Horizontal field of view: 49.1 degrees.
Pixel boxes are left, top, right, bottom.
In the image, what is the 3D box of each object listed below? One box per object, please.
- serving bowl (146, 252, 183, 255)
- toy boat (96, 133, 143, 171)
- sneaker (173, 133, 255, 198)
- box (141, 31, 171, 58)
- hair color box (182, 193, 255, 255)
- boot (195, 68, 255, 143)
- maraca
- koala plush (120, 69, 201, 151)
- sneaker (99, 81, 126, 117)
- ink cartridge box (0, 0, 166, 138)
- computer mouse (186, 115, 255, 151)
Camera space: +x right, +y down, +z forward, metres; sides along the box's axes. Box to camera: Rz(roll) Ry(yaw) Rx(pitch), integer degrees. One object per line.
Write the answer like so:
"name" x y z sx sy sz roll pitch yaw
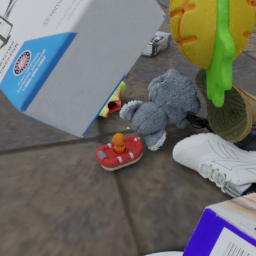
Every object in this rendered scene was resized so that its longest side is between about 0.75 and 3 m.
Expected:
"serving bowl" 0.575 2.594 2.771 2.465 0.811 2.465 0 35 0
"toy boat" -0.171 0.406 5.965 1.035 0.676 0.675 -18 39 -24
"sneaker" 1.918 0.774 5.380 2.245 0.837 0.978 14 44 21
"box" 0.465 -3.691 11.844 2.233 0.540 1.768 19 40 24
"hair color box" 1.754 1.471 3.461 1.255 0.744 2.295 29 8 34
"boot" 2.615 -0.275 6.059 2.309 0.764 2.023 23 43 -34
"maraca" 1.377 -1.622 4.545 1.361 1.744 2.544 -4 70 9
"koala plush" 0.722 -0.414 6.501 1.632 1.500 1.447 -38 87 -8
"sneaker" -0.434 -0.774 7.788 0.724 0.627 1.604 26 47 18
"ink cartridge box" -0.877 -1.105 3.048 2.046 1.493 0.862 38 6 36
"computer mouse" 2.336 0.147 6.105 1.400 0.533 2.022 2 11 -26
